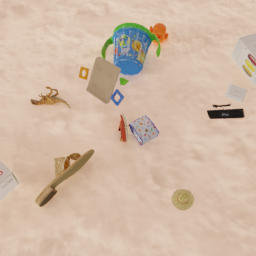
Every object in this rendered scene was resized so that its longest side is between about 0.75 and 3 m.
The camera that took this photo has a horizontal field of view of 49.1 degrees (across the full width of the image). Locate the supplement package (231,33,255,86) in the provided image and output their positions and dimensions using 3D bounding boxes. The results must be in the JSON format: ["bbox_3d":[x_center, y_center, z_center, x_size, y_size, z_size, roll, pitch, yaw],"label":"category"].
[{"bbox_3d":[5.686,-3.030,12.305,1.100,1.143,2.009,-19,61,-12],"label":"supplement package"}]

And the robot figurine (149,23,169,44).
[{"bbox_3d":[1.476,-4.579,13.499,0.837,0.678,1.163,0,57,22],"label":"robot figurine"}]

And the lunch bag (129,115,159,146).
[{"bbox_3d":[0.598,0.056,10.815,0.827,0.602,0.973,-29,72,-16],"label":"lunch bag"}]

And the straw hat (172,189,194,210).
[{"bbox_3d":[1.902,2.388,9.586,0.790,0.334,0.790,0,60,0],"label":"straw hat"}]

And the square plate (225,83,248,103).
[{"bbox_3d":[4.662,-1.528,12.026,0.811,0.115,0.804,24,62,14],"label":"square plate"}]

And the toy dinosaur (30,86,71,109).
[{"bbox_3d":[-3.125,-1.203,11.695,1.801,0.544,0.957,1,80,9],"label":"toy dinosaur"}]

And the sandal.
[{"bbox_3d":[-2.388,1.443,9.776,0.869,0.968,2.641,39,71,13],"label":"sandal"}]

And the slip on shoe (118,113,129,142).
[{"bbox_3d":[-0.210,-0.024,10.966,0.381,0.461,1.245,-8,64,0],"label":"slip on shoe"}]

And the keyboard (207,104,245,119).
[{"bbox_3d":[3.014,-0.532,8.736,1.104,0.702,0.114,-2,52,30],"label":"keyboard"}]

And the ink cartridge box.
[{"bbox_3d":[-5.375,1.591,9.486,2.618,1.085,1.922,37,61,16],"label":"ink cartridge box"}]

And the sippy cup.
[{"bbox_3d":[0.100,-3.326,12.245,1.847,2.352,1.724,21,66,-34],"label":"sippy cup"}]

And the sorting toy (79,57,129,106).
[{"bbox_3d":[-0.830,-1.654,9.677,2.318,1.305,0.316,36,24,31],"label":"sorting toy"}]
